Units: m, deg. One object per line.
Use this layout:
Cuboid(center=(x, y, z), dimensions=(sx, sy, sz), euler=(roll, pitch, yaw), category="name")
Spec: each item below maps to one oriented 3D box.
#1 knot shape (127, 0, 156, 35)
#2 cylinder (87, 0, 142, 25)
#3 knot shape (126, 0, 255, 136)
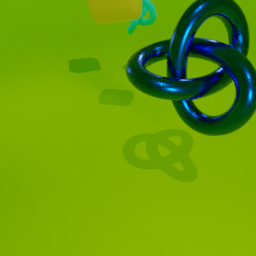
Cuboid(center=(0.321, -3.805, 9.146), dimensions=(0.605, 1.309, 1.225), euler=(4, 64, -42), category="knot shape")
Cuboid(center=(-0.284, -2.892, 6.267), dimensions=(0.987, 0.987, 0.987), euler=(-1, 34, 19), category="cylinder")
Cuboid(center=(1.163, -1.067, 4.335), dimensions=(2.082, 1.949, 0.962), euler=(33, -1, 11), category="knot shape")
